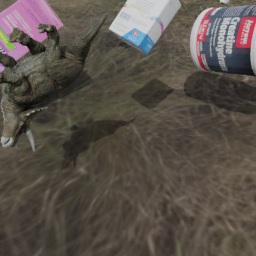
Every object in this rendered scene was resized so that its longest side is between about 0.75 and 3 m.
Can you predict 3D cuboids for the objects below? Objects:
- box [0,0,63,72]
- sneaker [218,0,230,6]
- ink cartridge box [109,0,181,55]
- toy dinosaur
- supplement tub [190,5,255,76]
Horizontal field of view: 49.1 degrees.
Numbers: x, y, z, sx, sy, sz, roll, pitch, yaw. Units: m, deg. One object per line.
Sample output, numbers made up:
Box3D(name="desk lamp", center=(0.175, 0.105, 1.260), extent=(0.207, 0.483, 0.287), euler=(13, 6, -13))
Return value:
Box3D(name="box", center=(-3.277, -2.648, 8.036), extent=(2.346, 1.134, 2.064), euler=(-41, 25, -8))
Box3D(name="sneaker", center=(2.901, -4.640, 9.165), extent=(1.375, 0.525, 0.519), euler=(50, 36, 12))
Box3D(name="ink cartridge box", center=(0.380, -2.486, 6.267), extent=(0.975, 0.571, 1.349), euler=(39, 99, 28))
Box3D(name="toy dinosaur", center=(-1.525, -1.029, 5.013), extent=(2.934, 1.500, 1.129), euler=(-45, 61, 0))
Box3D(name="supplement tub", center=(3.084, -2.278, 7.356), extent=(2.492, 1.749, 1.749), euler=(17, 43, 42))
